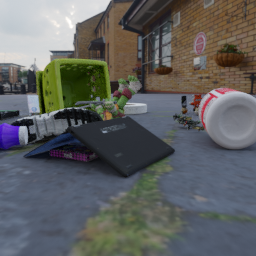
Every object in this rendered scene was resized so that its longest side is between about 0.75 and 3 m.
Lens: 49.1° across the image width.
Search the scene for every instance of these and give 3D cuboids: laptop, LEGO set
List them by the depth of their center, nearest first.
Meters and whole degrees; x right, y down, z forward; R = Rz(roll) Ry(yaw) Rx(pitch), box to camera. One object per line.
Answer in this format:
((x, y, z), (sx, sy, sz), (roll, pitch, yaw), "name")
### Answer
((-0.631, 0.597, 6.794), (2.537, 1.470, 2.375), (36, 25, 22), "laptop")
((2.275, -0.165, 10.688), (1.177, 0.514, 1.812), (9, 21, 8), "LEGO set")

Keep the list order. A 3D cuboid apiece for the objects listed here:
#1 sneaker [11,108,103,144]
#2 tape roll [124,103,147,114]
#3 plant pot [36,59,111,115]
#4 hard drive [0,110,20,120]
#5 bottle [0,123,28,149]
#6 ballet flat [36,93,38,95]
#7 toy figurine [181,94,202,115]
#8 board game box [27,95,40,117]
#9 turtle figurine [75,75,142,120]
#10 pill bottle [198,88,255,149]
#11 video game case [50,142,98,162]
((-2.079, -0.123, 8.436), (2.673, 0.888, 1.209), (-9, 8, -2), "sneaker")
((-0.230, -1.196, 16.987), (2.752, 0.503, 2.752), (1, 8, 0), "tape roll")
((-2.522, -1.489, 12.424), (2.655, 2.668, 2.421), (-9, 5, -43), "plant pot")
((-6.498, -0.676, 14.216), (1.245, 0.337, 1.782), (1, 9, 5), "hard drive")
((-3.725, 0.232, 7.262), (2.092, 0.683, 0.874), (-2, 6, -11), "bottle")
((-4.672, -1.189, 15.566), (0.829, 0.767, 2.351), (0, 38, -18), "ballet flat")
((3.982, -1.323, 16.073), (1.700, 1.183, 1.674), (-9, 7, -38), "toy figurine")
((-4.070, -1.121, 14.536), (2.061, 0.449, 2.072), (-3, 31, -22), "board game box")
((-0.662, -0.879, 8.694), (2.074, 2.011, 1.493), (32, -20, 8), "turtle figurine")
((2.928, -0.415, 8.358), (1.499, 1.499, 2.671), (1, 12, 8), "pill bottle")
((-1.155, 0.552, 6.801), (1.088, 0.195, 0.986), (4, 10, 26), "video game case")
